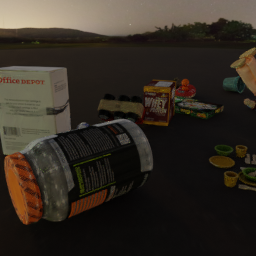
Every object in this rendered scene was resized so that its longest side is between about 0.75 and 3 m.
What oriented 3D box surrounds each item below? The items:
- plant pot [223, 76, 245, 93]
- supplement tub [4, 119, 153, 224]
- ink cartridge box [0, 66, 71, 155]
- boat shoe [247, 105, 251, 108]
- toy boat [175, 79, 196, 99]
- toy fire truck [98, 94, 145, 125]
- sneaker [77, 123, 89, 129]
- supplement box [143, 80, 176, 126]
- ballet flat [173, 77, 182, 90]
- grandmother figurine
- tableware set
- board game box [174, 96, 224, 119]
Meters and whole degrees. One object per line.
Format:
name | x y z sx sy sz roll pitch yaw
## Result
plant pot | 5.709 -2.373 15.171 0.904 0.904 0.885 -17 18 -38
supplement tub | -0.898 0.780 5.406 2.521 1.545 1.545 -14 24 -35
ink cartridge box | -2.545 -0.462 7.614 1.700 2.356 0.987 4 20 11
boat shoe | 5.718 -0.969 11.707 0.627 0.511 1.489 -13 24 -31
toy boat | 2.825 -1.961 13.830 0.917 0.918 1.405 10 22 25
toy fire truck | -0.070 -0.518 10.078 1.534 1.121 1.743 7 -23 19
sneaker | -1.076 0.426 7.906 0.873 0.611 1.511 4 27 -1
supplement box | 1.190 -0.973 10.441 0.928 1.378 1.397 7 21 17
ballet flat | 2.119 -2.294 15.163 0.913 0.628 2.710 18 26 40
grandmother figurine | 4.920 -1.369 10.206 1.747 2.881 0.873 -42 11 -2
tableware set | 2.719 0.873 6.966 1.369 0.312 2.033 8 22 20
board game box | 2.382 -0.973 12.022 2.938 0.345 1.539 17 28 39
